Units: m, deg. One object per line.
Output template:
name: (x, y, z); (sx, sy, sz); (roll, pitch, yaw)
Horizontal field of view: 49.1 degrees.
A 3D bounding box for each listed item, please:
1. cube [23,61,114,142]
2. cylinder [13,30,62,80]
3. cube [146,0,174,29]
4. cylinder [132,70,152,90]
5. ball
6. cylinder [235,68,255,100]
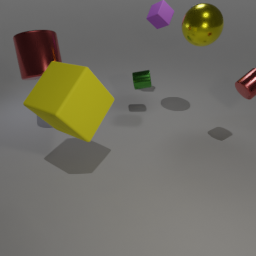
cube: (-1.490, -0.689, 7.267); (1.400, 1.400, 1.400); (17, 71, 36)
cylinder: (-2.960, -2.395, 9.339); (1.400, 1.400, 1.400); (-9, 9, 1)
cube: (1.295, -4.532, 11.234); (0.700, 0.700, 0.700); (31, -16, -34)
cylinder: (0.567, -1.931, 11.238); (0.700, 0.700, 0.700); (-8, 30, 6)
ball: (2.547, -3.517, 9.597); (1.400, 1.400, 1.400); (0, 30, 0)
cylinder: (3.765, -1.341, 8.528); (0.700, 0.700, 0.700); (-39, 37, 1)
